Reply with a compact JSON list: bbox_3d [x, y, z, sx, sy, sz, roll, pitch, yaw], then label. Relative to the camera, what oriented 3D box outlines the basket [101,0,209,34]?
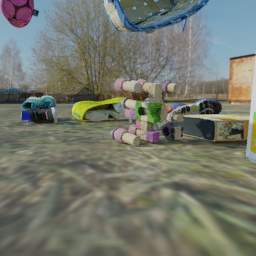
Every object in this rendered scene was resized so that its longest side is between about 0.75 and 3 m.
[{"bbox_3d":[0.530,-2.324,4.160,1.921,1.515,2.178,-27,11,-13],"label":"basket"}]

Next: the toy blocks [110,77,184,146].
[{"bbox_3d":[0.248,-0.364,5.488,1.321,1.235,1.112,-8,15,-36],"label":"toy blocks"}]

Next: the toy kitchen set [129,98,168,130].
[{"bbox_3d":[0.518,-0.300,8.166,1.224,0.900,1.528,-23,0,15],"label":"toy kitchen set"}]

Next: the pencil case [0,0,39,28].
[{"bbox_3d":[-1.332,-1.458,3.455,0.388,0.401,0.856,28,3,-27],"label":"pencil case"}]

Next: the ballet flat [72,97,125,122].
[{"bbox_3d":[-0.796,-0.614,10.641,2.664,0.890,0.893,-7,30,-34],"label":"ballet flat"}]

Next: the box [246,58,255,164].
[{"bbox_3d":[2.394,-0.881,2.802,1.569,2.790,1.414,-1,9,-22],"label":"box"}]

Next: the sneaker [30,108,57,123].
[{"bbox_3d":[-2.877,-0.385,9.434,0.753,0.537,1.518,-11,9,-27],"label":"sneaker"}]

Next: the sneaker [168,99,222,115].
[{"bbox_3d":[2.411,-0.501,9.536,2.221,0.837,0.871,-13,16,-27],"label":"sneaker"}]

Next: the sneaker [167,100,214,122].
[{"bbox_3d":[1.847,-0.433,8.501,2.085,0.803,0.885,-5,3,-40],"label":"sneaker"}]

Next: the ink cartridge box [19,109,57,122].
[{"bbox_3d":[-3.484,-0.518,11.070,1.162,0.455,2.453,-1,8,-11],"label":"ink cartridge box"}]

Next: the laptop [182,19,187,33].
[{"bbox_3d":[1.331,-3.540,8.043,1.227,0.634,1.087,38,-6,8],"label":"laptop"}]

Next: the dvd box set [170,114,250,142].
[{"bbox_3d":[2.766,-0.075,6.494,2.984,0.439,2.184,-1,5,-13],"label":"dvd box set"}]

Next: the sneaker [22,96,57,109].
[{"bbox_3d":[-3.422,-0.892,10.803,1.451,0.562,0.578,-3,23,20],"label":"sneaker"}]
